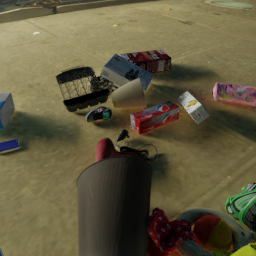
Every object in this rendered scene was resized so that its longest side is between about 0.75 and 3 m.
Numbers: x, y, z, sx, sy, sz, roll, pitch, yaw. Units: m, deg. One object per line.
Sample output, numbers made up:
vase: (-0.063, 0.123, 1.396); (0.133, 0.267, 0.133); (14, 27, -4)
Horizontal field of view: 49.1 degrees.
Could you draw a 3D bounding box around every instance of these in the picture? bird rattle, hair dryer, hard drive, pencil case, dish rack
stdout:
bird rattle: (1.793, 2.832, 6.832); (2.917, 1.643, 2.378); (17, 24, 37)
hair dryer: (-0.261, 0.855, 9.756); (1.836, 0.655, 2.411); (29, 46, 32)
hard drive: (-4.517, 0.670, 10.466); (0.816, 0.104, 0.538); (-14, 38, -19)
pencil case: (4.988, -1.558, 12.897); (2.134, 0.933, 0.933); (8, 37, 11)
dish rack: (-2.215, -1.999, 12.993); (2.079, 0.739, 2.710); (-17, 58, -14)

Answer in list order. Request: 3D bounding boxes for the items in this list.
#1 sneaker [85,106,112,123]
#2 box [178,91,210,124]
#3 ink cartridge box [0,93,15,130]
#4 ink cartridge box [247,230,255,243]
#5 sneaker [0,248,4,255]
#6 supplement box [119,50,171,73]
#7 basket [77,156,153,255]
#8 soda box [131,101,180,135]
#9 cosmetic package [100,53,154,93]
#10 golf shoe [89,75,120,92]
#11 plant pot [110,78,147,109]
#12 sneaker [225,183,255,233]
sneaker: (-1.130, -0.504, 11.760); (0.767, 0.531, 1.270); (17, 37, 37)
box: (2.591, -0.890, 11.332); (0.550, 0.590, 2.845); (-37, 12, 12)
ink cartridge box: (-6.380, -0.729, 11.692); (2.717, 0.922, 1.576); (0, 36, 0)
ink cartridge box: (4.175, 3.201, 6.666); (1.916, 0.456, 1.939); (-4, 25, -4)
sneaker: (-2.800, 3.551, 6.094); (0.828, 0.835, 2.304); (-54, 36, 3)
supplement box: (0.952, -3.738, 15.916); (2.660, 0.810, 1.448); (-10, 37, -16)
basket: (-0.348, 2.279, 6.871); (2.307, 1.740, 2.559); (-29, 37, 21)
soda box: (1.134, -0.453, 11.541); (2.042, 0.648, 0.715); (-21, 41, -25)
cosmetic package: (-0.004, -2.619, 13.840); (2.318, 0.599, 1.748); (29, 37, -2)
golf shoe: (-0.959, -2.262, 13.829); (1.918, 0.906, 0.746); (-8, 36, -12)
plant pot: (-0.021, -1.397, 12.464); (1.419, 1.329, 1.329); (-14, 37, 1)
sneaker: (3.994, 1.863, 7.995); (2.895, 1.130, 1.233); (-11, 19, -29)
